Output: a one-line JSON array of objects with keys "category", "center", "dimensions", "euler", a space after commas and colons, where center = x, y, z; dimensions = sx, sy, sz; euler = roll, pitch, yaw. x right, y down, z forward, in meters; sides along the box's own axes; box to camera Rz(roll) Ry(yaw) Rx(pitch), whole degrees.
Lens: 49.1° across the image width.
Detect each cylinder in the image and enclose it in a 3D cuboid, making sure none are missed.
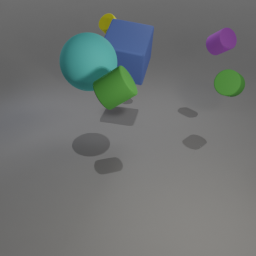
[{"category": "cylinder", "center": [-0.665, -3.924, 10.822], "dimensions": [0.700, 0.700, 0.700], "euler": [19, -2, 30]}, {"category": "cylinder", "center": [-0.266, -0.849, 5.941], "dimensions": [0.700, 0.700, 0.700], "euler": [-28, 25, 18]}, {"category": "cylinder", "center": [3.055, -2.828, 9.196], "dimensions": [0.700, 0.700, 0.700], "euler": [-15, 3, -24]}, {"category": "cylinder", "center": [2.803, -1.224, 7.719], "dimensions": [0.700, 0.700, 0.700], "euler": [19, 13, 29]}]

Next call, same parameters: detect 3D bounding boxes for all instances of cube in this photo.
[{"category": "cube", "center": [-0.017, -2.496, 9.257], "dimensions": [1.400, 1.400, 1.400], "euler": [13, 59, 7]}]

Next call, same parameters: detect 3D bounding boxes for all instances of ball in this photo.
[{"category": "ball", "center": [-0.964, -1.610, 6.879], "dimensions": [1.400, 1.400, 1.400], "euler": [0, 30, 0]}]
